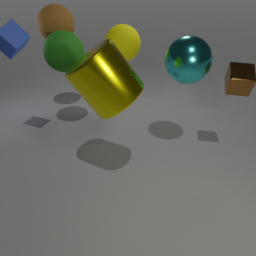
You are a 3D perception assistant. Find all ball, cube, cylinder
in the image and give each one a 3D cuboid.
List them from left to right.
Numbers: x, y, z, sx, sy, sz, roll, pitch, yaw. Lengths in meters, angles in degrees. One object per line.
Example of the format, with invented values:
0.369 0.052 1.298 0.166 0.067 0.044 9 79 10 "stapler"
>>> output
-3.504 -2.647 8.401 0.700 0.700 0.700 -23 31 50 "cube"
-2.726 -3.947 10.620 1.400 1.400 1.400 0 29 0 "ball"
-2.216 -2.641 9.688 1.400 1.400 1.400 0 29 0 "ball"
-0.557 -1.173 6.813 1.400 1.400 1.400 -33 24 16 "cylinder"
-0.213 -3.297 10.905 1.400 1.400 1.400 0 29 0 "ball"
1.779 -2.000 8.271 1.400 1.400 1.400 0 29 0 "ball"
3.292 -1.435 8.269 0.700 0.700 0.700 7 58 7 "cube"
